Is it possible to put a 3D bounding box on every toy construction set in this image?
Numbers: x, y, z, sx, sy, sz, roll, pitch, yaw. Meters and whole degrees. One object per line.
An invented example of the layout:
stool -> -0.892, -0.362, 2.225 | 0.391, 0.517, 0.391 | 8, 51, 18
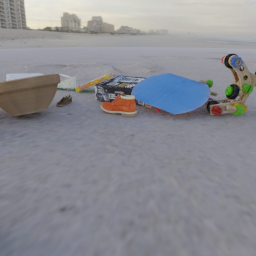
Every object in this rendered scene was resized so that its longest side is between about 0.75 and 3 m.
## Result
toy construction set -> 4.052, -1.312, 10.488 | 2.120, 2.301, 2.759 | 13, -7, -13

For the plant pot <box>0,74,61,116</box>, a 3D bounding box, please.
plant pot -> -3.650, -1.139, 9.998 | 2.623, 1.211, 2.623 | -9, 10, 2

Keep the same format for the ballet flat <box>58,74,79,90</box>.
ballet flat -> -3.672, -2.430, 14.618 | 2.399, 0.861, 0.861 | 4, 20, 13

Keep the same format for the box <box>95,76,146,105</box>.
box -> 0.095, -1.801, 12.907 | 2.253, 0.711, 2.857 | 8, 21, 20

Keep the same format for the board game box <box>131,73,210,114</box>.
board game box -> 1.672, -1.210, 10.973 | 2.999, 0.584, 2.369 | 26, 48, 35

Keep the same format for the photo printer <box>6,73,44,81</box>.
photo printer -> -3.695, -1.435, 10.356 | 1.487, 1.237, 0.516 | -2, -24, -12

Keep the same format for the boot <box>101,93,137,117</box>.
boot -> -0.361, -0.924, 10.387 | 1.515, 0.812, 0.568 | 9, 23, 28

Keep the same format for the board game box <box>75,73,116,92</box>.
board game box -> -1.592, -2.296, 13.911 | 1.959, 0.294, 0.936 | -17, 13, 14

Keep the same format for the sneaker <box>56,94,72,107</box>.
sneaker -> -2.674, -1.151, 11.652 | 0.334, 0.358, 0.948 | 7, 21, 20
